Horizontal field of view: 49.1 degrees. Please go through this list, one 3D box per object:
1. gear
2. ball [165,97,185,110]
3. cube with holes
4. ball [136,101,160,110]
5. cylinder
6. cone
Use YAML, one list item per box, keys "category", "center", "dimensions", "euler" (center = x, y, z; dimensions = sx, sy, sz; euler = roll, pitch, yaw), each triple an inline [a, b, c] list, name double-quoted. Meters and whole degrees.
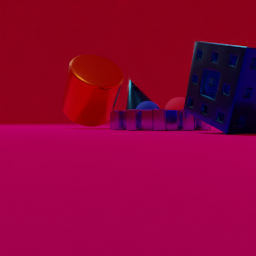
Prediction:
- category: "gear"
  center: [0.591, -0.138, 5.246]
  dimensions: [1.831, 0.339, 1.831]
  euler: [0, 1, 0]
- category: "ball"
  center: [1.581, -0.501, 8.651]
  dimensions: [0.899, 0.899, 0.899]
  euler: [0, 1, 0]
- category: "cube with holes"
  center: [1.296, -0.488, 3.229]
  dimensions: [0.859, 0.859, 0.859]
  euler: [-1, 20, -21]
- category: "ball"
  center: [0.615, -0.431, 8.712]
  dimensions: [0.810, 0.810, 0.810]
  euler: [0, 1, 0]
- category: "cylinder"
  center: [-0.859, -0.886, 6.689]
  dimensions: [1.254, 1.254, 1.254]
  euler: [0, -43, -23]
- category: "cone"
  center: [0.321, -1.019, 10.108]
  dimensions: [1.534, 1.540, 1.534]
  euler: [-18, -6, -2]
